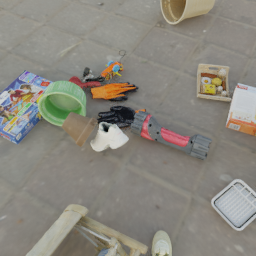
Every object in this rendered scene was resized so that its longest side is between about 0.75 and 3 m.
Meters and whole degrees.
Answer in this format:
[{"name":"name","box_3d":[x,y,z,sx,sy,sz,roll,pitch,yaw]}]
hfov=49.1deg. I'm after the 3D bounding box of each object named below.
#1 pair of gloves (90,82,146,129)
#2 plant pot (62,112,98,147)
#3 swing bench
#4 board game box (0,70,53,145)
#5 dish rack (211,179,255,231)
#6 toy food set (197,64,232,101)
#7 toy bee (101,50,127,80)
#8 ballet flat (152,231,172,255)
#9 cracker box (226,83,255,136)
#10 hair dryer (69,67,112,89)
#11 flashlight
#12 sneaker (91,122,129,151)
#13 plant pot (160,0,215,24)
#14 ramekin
[{"name":"pair of gloves","box_3d":[-0.359,-0.899,10.662,1.919,0.266,2.154,-10,58,-9]},{"name":"plant pot","box_3d":[-1.600,-0.047,8.987,0.893,1.025,1.025,33,57,-9]},{"name":"swing bench","box_3d":[-1.326,3.430,6.547,2.592,1.682,2.578,26,52,18]},{"name":"board game box","box_3d":[-3.987,-0.875,10.495,1.872,0.476,2.765,24,58,16]},{"name":"dish rack","box_3d":[3.259,2.298,8.363,1.344,0.293,1.154,-32,61,-21]},{"name":"toy food set","box_3d":[3.431,-1.840,11.150,1.263,0.532,1.761,7,55,5]},{"name":"toy bee","box_3d":[-0.467,-2.449,11.589,1.345,0.731,0.881,-29,64,10]},{"name":"ballet flat","box_3d":[0.894,3.482,7.375,0.565,0.565,1.625,5,55,3]},{"name":"cracker box","box_3d":[4.459,-0.687,10.321,1.272,0.548,1.899,18,58,13]},{"name":"hair dryer","box_3d":[-1.669,-1.744,10.973,1.437,0.512,1.887,20,60,30]},{"name":"flashlight","box_3d":[1.439,0.208,9.413,2.661,0.901,0.904,19,84,18]},{"name":"sneaker","box_3d":[-0.714,0.218,9.003,0.682,1.751,0.870,-36,103,-39]},{"name":"plant pot","box_3d":[2.985,-6.213,13.510,1.986,2.170,2.170,-13,55,-23]},{"name":"ramekin","box_3d":[-2.243,-0.874,9.852,1.630,1.630,0.796,2,47,1]}]
